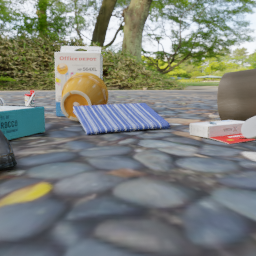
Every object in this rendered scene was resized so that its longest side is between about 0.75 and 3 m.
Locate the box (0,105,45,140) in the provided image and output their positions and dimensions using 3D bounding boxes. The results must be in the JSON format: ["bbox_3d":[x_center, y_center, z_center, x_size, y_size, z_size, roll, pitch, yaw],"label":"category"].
[{"bbox_3d":[-2.870,-0.053,5.525,1.025,0.612,2.492,4,10,25],"label":"box"}]

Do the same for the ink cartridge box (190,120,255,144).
[{"bbox_3d":[2.171,0.047,5.990,1.278,0.286,1.126,-5,9,-28],"label":"ink cartridge box"}]

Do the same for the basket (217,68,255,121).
[{"bbox_3d":[3.596,-0.722,6.700,2.504,1.703,2.257,2,17,38],"label":"basket"}]

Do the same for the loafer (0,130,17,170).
[{"bbox_3d":[-1.990,0.226,3.954,0.569,0.566,1.564,-6,12,-40],"label":"loafer"}]

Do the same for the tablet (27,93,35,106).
[{"bbox_3d":[-3.159,-0.688,8.793,0.062,0.905,0.589,27,-8,-19],"label":"tablet"}]

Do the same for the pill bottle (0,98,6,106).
[{"bbox_3d":[-4.700,-0.748,9.500,0.738,0.738,1.314,0,8,0],"label":"pill bottle"}]

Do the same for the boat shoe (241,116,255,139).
[{"bbox_3d":[2.701,-0.108,4.847,0.462,0.506,1.405,17,-35,-33],"label":"boat shoe"}]

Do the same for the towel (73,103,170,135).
[{"bbox_3d":[-0.200,-0.247,7.185,2.169,0.259,1.570,-5,26,-23],"label":"towel"}]

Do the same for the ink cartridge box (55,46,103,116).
[{"bbox_3d":[-1.713,-1.713,10.042,1.579,2.456,1.538,-1,9,-4],"label":"ink cartridge box"}]

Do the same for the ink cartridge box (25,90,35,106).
[{"bbox_3d":[-4.222,-1.205,12.062,0.278,0.826,0.480,-8,12,-40],"label":"ink cartridge box"}]

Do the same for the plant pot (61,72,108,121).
[{"bbox_3d":[-1.388,-0.848,8.411,1.443,1.443,1.321,1,21,4],"label":"plant pot"}]
